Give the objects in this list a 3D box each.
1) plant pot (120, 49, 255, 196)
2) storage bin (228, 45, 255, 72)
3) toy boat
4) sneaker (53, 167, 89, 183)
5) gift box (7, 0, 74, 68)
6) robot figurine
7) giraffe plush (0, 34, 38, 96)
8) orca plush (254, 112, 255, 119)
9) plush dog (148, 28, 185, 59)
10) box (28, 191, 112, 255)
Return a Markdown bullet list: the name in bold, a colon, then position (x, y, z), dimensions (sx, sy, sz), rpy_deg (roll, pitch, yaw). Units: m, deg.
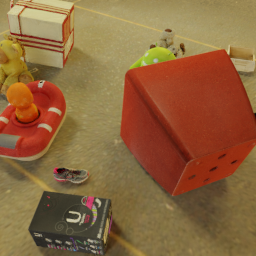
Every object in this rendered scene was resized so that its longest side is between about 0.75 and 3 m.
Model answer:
- **plant pot**: position (1.676, 0.064, 7.728), dimensions (2.998, 2.995, 2.642), rpy_deg (-15, 56, -15)
- **storage bin**: position (5.000, -3.079, 12.403), dimensions (1.192, 0.563, 1.201), rpy_deg (11, 45, 12)
- **toy boat**: position (-3.202, -0.569, 8.843), dimensions (1.956, 1.959, 2.997), rpy_deg (8, 45, 8)
- **sneaker**: position (-1.638, 1.331, 8.046), dimensions (1.028, 0.384, 0.414), rpy_deg (-2, 45, -3)
- **gift box**: position (-3.809, -4.315, 12.445), dimensions (2.507, 2.477, 2.684), rpy_deg (9, 41, -3)
- **robot figurine**: position (0.943, -1.764, 9.347), dimensions (1.153, 1.994, 1.749), rpy_deg (-20, 48, -37)
- **giraffe plush**: position (-4.608, -2.594, 11.011), dimensions (1.925, 1.809, 2.231), rpy_deg (19, 48, 18)
- **orca plush**: position (4.952, -0.502, 9.678), dimensions (1.974, 0.702, 1.038), rpy_deg (20, 48, 19)
- **plush dog**: position (1.792, -3.384, 12.518), dimensions (1.380, 1.289, 1.607), rpy_deg (36, 73, 11)
- **box**: position (-1.305, 2.264, 6.714), dimensions (1.723, 0.914, 1.053), rpy_deg (5, 45, 6)
